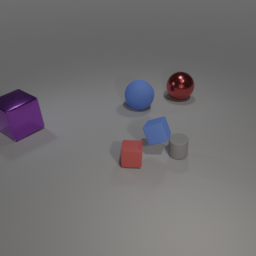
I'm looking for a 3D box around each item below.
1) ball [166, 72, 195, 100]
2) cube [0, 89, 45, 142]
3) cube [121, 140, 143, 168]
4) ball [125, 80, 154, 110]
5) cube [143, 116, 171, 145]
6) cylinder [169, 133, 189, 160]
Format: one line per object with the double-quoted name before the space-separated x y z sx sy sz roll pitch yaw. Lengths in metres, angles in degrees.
"ball" 2.625 -2.118 14.073 1.400 1.400 1.400 0 32 0
"cube" -4.508 -0.555 11.414 1.400 1.400 1.400 24 43 34
"cube" 0.137 0.893 9.720 0.700 0.700 0.700 2 30 5
"ball" 0.538 -1.568 13.190 1.400 1.400 1.400 0 32 0
"cube" 1.023 0.095 9.821 0.700 0.700 0.700 -14 18 25
"cylinder" 1.827 0.666 10.139 0.700 0.700 0.700 -4 33 3
